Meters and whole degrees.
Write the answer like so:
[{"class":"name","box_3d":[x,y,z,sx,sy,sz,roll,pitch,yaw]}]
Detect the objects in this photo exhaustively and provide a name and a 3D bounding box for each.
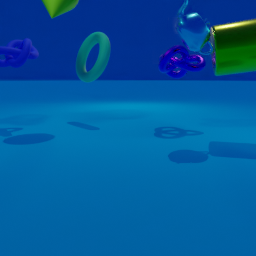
[{"class":"ring","box_3d":[-1.279,-2.526,10.014,0.368,1.842,1.842,15,-1,-41]},{"class":"knot shape","box_3d":[1.523,-2.060,8.760,1.564,0.723,1.464,-1,-5,37]},{"class":"knot shape","box_3d":[-3.701,-2.373,8.996,1.462,0.722,1.563,-18,26,-6]},{"class":"cylinder","box_3d":[2.775,-2.008,7.007,1.254,1.254,1.254,-5,9,13]},{"class":"teapot","box_3d":[1.555,-2.338,6.589,0.719,1.469,0.914,-34,16,12]},{"class":"cone","box_3d":[-2.161,-3.659,8.338,1.266,1.271,1.266,1,-34,0]}]
